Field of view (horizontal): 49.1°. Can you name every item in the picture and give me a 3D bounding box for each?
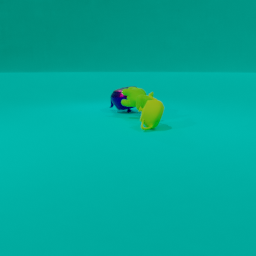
[{"bbox_3d":[-0.093,-1.101,11.081,1.970,0.965,1.225,1,19,40],"label":"teapot"},{"bbox_3d":[0.439,-0.999,9.576,1.319,0.736,1.340,11,21,17],"label":"cow figurine"},{"bbox_3d":[0.650,-0.469,8.161,0.675,0.857,1.379,20,54,-2],"label":"teapot"}]
